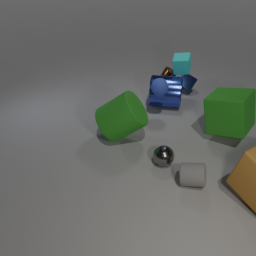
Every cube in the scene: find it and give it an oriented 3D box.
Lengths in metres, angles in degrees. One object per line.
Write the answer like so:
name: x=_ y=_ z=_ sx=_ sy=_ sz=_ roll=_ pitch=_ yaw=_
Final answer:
cube: x=3.707 y=-0.591 z=10.174 sx=1.400 sy=1.400 sz=1.400 roll=9 pitch=29 yaw=37
cube: x=3.753 y=1.261 z=7.330 sx=1.400 sy=1.400 sz=1.400 roll=-22 pitch=54 yaw=-25
cube: x=2.373 y=-2.828 z=12.310 sx=0.700 sy=0.700 sz=0.700 roll=2 pitch=44 yaw=18
cube: x=2.920 y=-2.297 z=13.964 sx=0.700 sy=0.700 sz=0.700 roll=30 pitch=8 yaw=-5

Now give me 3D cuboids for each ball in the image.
ball: x=1.274 y=-1.648 z=11.225 sx=0.700 sy=0.700 sz=0.700 roll=0 pitch=32 yaw=0
ball: x=1.164 y=0.914 z=9.149 sx=0.700 sy=0.700 sz=0.700 roll=0 pitch=32 yaw=0

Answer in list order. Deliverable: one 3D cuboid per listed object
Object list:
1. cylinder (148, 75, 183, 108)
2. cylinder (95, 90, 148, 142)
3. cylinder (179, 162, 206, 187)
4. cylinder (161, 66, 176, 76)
cylinder: x=1.698 y=-1.641 z=12.621 sx=1.400 sy=1.400 sz=1.400 roll=6 pitch=32 yaw=8
cylinder: x=-0.216 y=-0.409 z=10.031 sx=1.400 sy=1.400 sz=1.400 roll=-29 pitch=24 yaw=23
cylinder: x=1.925 y=1.373 z=8.261 sx=0.700 sy=0.700 sz=0.700 roll=-1 pitch=30 yaw=20
cylinder: x=2.054 y=-2.687 z=14.428 sx=0.700 sy=0.700 sz=0.700 roll=26 pitch=28 yaw=-15
